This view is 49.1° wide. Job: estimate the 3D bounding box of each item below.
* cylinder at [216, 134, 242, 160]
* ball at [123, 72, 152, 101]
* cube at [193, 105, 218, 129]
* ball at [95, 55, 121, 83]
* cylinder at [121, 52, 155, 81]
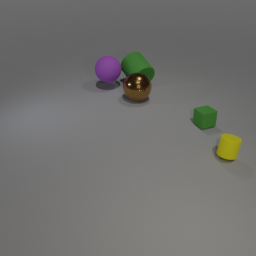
[{"bbox_3d":[3.526,0.649,9.782,0.700,0.700,0.700,7,21,-3],"label":"cylinder"},{"bbox_3d":[0.455,-2.010,13.724,1.400,1.400,1.400,0,32,0],"label":"ball"},{"bbox_3d":[3.238,-0.466,11.795,0.700,0.700,0.700,-12,30,-18],"label":"cube"},{"bbox_3d":[-1.047,-3.097,14.740,1.400,1.400,1.400,0,32,0],"label":"ball"},{"bbox_3d":[0.516,-3.164,15.211,1.400,1.400,1.400,-17,56,-26],"label":"cylinder"}]
